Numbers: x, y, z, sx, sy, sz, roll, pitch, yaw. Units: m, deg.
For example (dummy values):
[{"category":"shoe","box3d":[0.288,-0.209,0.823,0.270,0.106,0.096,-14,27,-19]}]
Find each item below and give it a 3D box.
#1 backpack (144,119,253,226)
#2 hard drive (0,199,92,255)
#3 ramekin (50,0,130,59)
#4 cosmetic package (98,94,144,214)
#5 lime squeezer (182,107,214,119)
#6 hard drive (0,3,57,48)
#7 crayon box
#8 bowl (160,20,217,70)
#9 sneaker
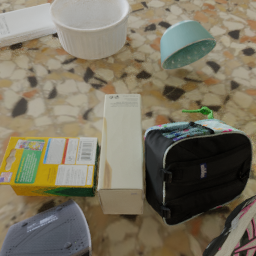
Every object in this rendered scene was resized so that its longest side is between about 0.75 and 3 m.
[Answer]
[{"category":"backpack","box3d":[1.536,0.838,6.349,2.384,2.116,1.795,-10,23,-15]},{"category":"hard drive","box3d":[-1.559,2.222,5.403,1.661,2.463,0.521,-22,100,-16]},{"category":"ramekin","box3d":[-1.340,-3.866,10.484,2.863,1.396,2.863,0,52,0]},{"category":"cosmetic package","box3d":[-0.127,0.593,6.992,0.976,1.444,2.745,0,50,2]},{"category":"lime squeezer","box3d":[2.234,-0.330,8.029,0.537,0.287,1.520,-28,43,-18]},{"category":"hard drive","box3d":[-4.327,-4.185,11.375,2.927,0.391,1.930,-21,55,-15]},{"category":"crayon box","box3d":[-1.963,0.966,7.197,2.326,0.600,1.463,1,52,0]},{"category":"bowl","box3d":[1.814,-2.789,9.181,1.894,1.894,0.991,-18,80,-14]},{"category":"sneaker","box3d":[2.599,2.390,6.071,0.992,0.923,2.298,44,68,11]}]
